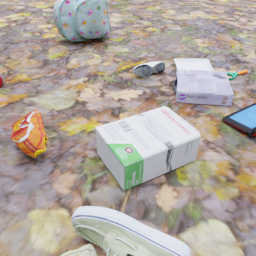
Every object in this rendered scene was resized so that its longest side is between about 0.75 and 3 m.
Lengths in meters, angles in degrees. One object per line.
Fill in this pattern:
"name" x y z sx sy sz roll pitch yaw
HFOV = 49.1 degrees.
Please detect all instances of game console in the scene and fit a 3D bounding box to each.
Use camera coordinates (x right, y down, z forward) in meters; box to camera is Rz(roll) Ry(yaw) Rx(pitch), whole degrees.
"game console" 4.491 -0.586 9.233 1.985 1.710 1.178 -23 69 -27

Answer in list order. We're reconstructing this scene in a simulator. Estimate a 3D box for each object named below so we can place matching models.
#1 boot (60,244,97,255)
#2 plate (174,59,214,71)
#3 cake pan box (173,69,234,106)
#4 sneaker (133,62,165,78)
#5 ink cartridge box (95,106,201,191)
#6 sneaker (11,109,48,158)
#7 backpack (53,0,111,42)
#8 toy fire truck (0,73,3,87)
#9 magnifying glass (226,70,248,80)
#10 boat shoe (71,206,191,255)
"boot" -0.949 2.720 5.402 0.922 0.332 0.713 -14 38 -29
"plate" 3.008 -2.759 12.855 1.637 0.265 1.641 1 36 0
"cake pan box" 2.913 -1.660 11.136 2.188 0.572 2.015 4 35 5
"sneaker" 0.878 -2.655 12.581 1.610 0.600 0.701 -14 27 -29
"ink cartridge box" 0.535 0.462 7.874 2.404 1.010 1.754 -18 40 -22
"sneaker" -2.953 0.155 8.556 0.949 1.003 2.600 -33 26 1
"backpack" -2.502 -6.082 15.410 2.952 2.595 2.263 -18 37 -16
"toy fire truck" -6.116 -1.471 10.780 2.739 0.668 1.931 -22 43 -28
"magnifying glass" 4.746 -2.382 12.450 1.401 0.157 0.558 -15 39 -21
"boat shoe" -0.043 2.299 5.522 2.561 0.922 0.794 15 40 15
